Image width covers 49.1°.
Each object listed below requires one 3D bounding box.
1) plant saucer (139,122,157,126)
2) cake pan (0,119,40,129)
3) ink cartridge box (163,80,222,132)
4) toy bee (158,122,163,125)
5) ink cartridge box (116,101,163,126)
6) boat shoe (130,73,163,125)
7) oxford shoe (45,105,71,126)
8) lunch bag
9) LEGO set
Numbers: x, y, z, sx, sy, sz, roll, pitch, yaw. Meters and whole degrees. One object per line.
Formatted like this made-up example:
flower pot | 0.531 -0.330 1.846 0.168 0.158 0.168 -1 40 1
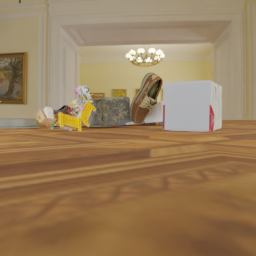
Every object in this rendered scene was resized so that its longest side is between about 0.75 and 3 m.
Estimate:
plant saucer | 1.091 -0.221 15.385 1.011 0.174 1.011 1 3 0
cake pan | -4.841 -0.200 11.815 2.143 0.393 2.143 0 3 0
ink cartridge box | 2.260 -0.709 9.521 1.556 1.563 2.151 1 2 27
toy bee | 2.097 -0.543 16.396 0.896 0.744 1.369 -2 4 -38
ink cartridge box | 0.657 -0.809 15.044 2.494 1.044 1.810 -5 6 10
boat shoe | 0.807 -1.228 12.055 0.878 2.321 0.857 11 13 -37
oxford shoe | -2.760 -0.675 13.818 2.670 0.968 0.950 -8 4 -35
lunch bag | -1.268 -0.690 12.623 2.295 1.349 1.882 -6 1 40
LEGO set | -2.044 -0.371 9.126 1.017 1.257 2.734 -17 17 30
